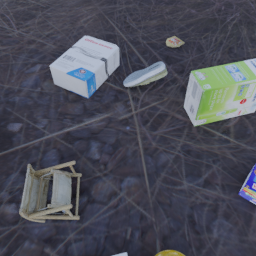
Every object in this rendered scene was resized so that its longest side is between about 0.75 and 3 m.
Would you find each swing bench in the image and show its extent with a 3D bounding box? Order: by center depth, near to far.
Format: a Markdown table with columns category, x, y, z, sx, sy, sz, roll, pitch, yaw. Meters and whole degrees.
| category | x | y | z | sx | sy | sz | roll | pitch | yaw |
| --- | --- | --- | --- | --- | --- | --- | --- | --- | --- |
| swing bench | -2.439 | 2.055 | 9.029 | 1.658 | 1.075 | 1.649 | -5 | 52 | 2 |

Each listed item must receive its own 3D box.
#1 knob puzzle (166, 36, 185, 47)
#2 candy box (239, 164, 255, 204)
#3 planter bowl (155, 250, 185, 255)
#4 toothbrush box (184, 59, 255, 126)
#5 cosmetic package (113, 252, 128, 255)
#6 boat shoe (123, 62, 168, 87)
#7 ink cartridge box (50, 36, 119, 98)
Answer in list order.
| category | x | y | z | sx | sy | sz | roll | pitch | yaw |
| --- | --- | --- | --- | --- | --- | --- | --- | --- | --- |
| knob puzzle | 2.395 | -4.474 | 14.776 | 0.986 | 0.137 | 0.986 | 0 | 52 | 0 |
| candy box | 4.560 | 1.959 | 9.416 | 1.118 | 0.509 | 1.323 | 30 | 59 | 20 |
| planter bowl | 1.175 | 4.095 | 7.686 | 1.290 | 0.537 | 1.290 | -2 | 51 | 3 |
| toothbrush box | 3.830 | -1.391 | 11.114 | 2.788 | 2.030 | 1.200 | -13 | 53 | -10 |
| cosmetic package | -0.950 | 4.498 | 7.337 | 2.330 | 0.602 | 1.757 | -10 | 50 | -8 |
| boat shoe | 0.775 | -2.222 | 12.435 | 2.052 | 0.636 | 0.739 | -20 | 40 | 22 |
| ink cartridge box | -1.881 | -2.873 | 12.849 | 1.960 | 1.142 | 2.711 | 24 | 55 | 18 |
